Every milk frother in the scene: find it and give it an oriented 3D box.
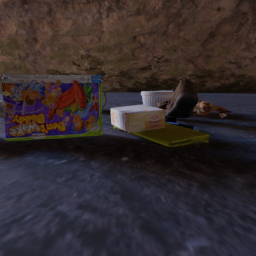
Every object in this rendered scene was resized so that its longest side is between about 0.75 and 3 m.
[{"bbox_3d":[-2.292,-1.816,14.249,1.702,1.886,1.774,0,7,29],"label":"milk frother"}]

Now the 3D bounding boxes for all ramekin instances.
[{"bbox_3d":[1.712,-1.331,13.881,2.151,1.002,2.151,0,9,0],"label":"ramekin"}]

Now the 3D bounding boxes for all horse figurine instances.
[{"bbox_3d":[2.527,-0.845,11.690,2.906,0.725,1.926,13,23,43],"label":"horse figurine"}]

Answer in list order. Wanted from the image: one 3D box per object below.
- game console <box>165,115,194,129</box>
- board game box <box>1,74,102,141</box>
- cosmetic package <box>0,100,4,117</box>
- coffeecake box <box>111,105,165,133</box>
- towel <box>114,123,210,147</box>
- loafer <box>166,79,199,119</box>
[{"bbox_3d":[1.157,-0.169,8.715,1.364,0.279,2.312,-5,11,-28],"label":"game console"},{"bbox_3d":[-1.808,-0.538,6.912,2.297,1.545,0.514,-3,10,-18],"label":"board game box"},{"bbox_3d":[-5.454,-0.856,12.058,0.445,0.630,1.217,-3,10,-23],"label":"cosmetic package"},{"bbox_3d":[0.227,-0.282,7.417,1.016,0.484,1.324,-8,13,-20],"label":"coffeecake box"},{"bbox_3d":[0.719,0.102,7.253,1.199,0.251,2.785,-10,13,-25],"label":"towel"},{"bbox_3d":[1.921,-0.968,9.839,0.909,0.883,2.488,4,-15,-5],"label":"loafer"}]
